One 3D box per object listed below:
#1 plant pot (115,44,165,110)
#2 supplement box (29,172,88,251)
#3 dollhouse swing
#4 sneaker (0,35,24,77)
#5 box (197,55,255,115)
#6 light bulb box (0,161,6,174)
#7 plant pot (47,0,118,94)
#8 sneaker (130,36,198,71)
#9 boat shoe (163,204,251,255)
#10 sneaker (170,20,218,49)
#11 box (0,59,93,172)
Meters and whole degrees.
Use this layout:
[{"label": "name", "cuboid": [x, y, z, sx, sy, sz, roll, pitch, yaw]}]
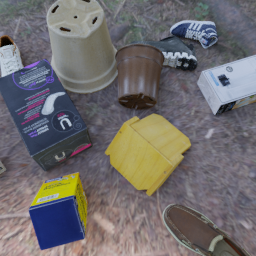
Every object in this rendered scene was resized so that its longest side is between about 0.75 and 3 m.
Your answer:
[{"label": "plant pot", "cuboid": [0.335, -1.536, 8.899, 1.621, 1.621, 1.604, 3, 71, 2]}, {"label": "supplement box", "cuboid": [-1.602, 1.919, 6.842, 1.012, 1.848, 1.006, -14, 100, -4]}, {"label": "dollhouse swing", "cuboid": [0.682, 0.677, 8.445, 1.838, 1.615, 1.670, 41, 112, 17]}, {"label": "sneaker", "cuboid": [-3.995, -2.136, 9.454, 0.839, 0.976, 2.305, -19, 67, -11]}, {"label": "box", "cuboid": [3.727, -1.489, 9.264, 2.410, 0.725, 1.406, -17, 65, -8]}, {"label": "light bulb box", "cuboid": [-4.111, 1.129, 7.924, 0.868, 0.860, 0.541, -38, 69, -15]}, {"label": "plant pot", "cuboid": [-1.503, -2.757, 9.015, 2.499, 2.287, 2.499, 0, 65, 0]}, {"label": "sneaker", "cuboid": [1.270, -2.757, 9.874, 2.449, 0.814, 1.108, 13, 62, 2]}, {"label": "boat shoe", "cuboid": [2.080, 2.795, 7.048, 2.654, 0.982, 0.980, 33, 69, 15]}, {"label": "sneaker", "cuboid": [2.463, -3.412, 10.266, 1.735, 0.608, 0.941, -5, 62, -6]}, {"label": "box", "cuboid": [-2.444, -0.391, 8.322, 1.675, 1.453, 2.740, -28, 67, -13]}]
